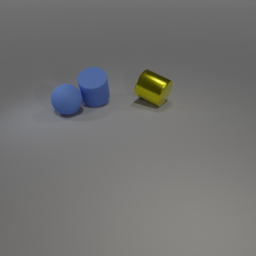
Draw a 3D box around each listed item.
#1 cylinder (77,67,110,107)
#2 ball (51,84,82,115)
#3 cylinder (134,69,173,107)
[{"bbox_3d":[-1.636,-1.973,13.565,1.400,1.400,1.400,-1,57,2],"label":"cylinder"},{"bbox_3d":[-2.800,-1.310,12.813,1.400,1.400,1.400,0,28,0],"label":"ball"},{"bbox_3d":[1.254,-1.969,13.767,1.400,1.400,1.400,29,37,18],"label":"cylinder"}]
